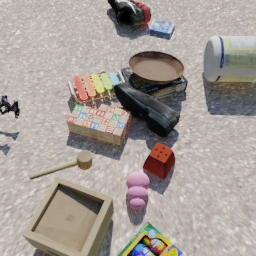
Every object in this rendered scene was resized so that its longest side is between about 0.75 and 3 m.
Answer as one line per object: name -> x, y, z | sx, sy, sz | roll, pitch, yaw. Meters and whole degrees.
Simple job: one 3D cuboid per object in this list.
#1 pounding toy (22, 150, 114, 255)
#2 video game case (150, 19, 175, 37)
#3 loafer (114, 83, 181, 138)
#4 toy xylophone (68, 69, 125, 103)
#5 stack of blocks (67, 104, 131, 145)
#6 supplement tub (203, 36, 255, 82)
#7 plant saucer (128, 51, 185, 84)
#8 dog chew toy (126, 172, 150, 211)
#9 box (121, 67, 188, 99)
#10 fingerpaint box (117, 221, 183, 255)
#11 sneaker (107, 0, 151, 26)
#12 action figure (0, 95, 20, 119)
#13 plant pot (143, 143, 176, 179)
pounding toy -> -1.655, 2.084, 7.998 | 2.469, 1.286, 2.810 | 17, 55, 13
video game case -> 1.734, -5.005, 14.009 | 1.056, 0.240, 0.957 | 17, 54, 12
loafer -> 0.662, -0.832, 10.403 | 2.794, 1.017, 1.010 | 41, 64, 15
toy xylophone -> -1.336, -1.812, 11.389 | 2.276, 0.572, 1.666 | -22, 56, -16
stack of blocks -> -1.026, -0.240, 10.172 | 2.032, 0.595, 1.170 | 14, 54, 10
supplement tub -> 4.487, -2.778, 11.333 | 2.504, 1.816, 1.816 | 1, 53, 1
plant saucer -> 1.096, -2.328, 10.995 | 2.201, 0.403, 2.201 | 3, 43, -3
dog chew toy -> 0.292, 1.934, 8.520 | 0.719, 0.719, 1.155 | 2, 59, 2
box -> 1.054, -2.000, 11.548 | 2.228, 0.538, 1.764 | -18, 55, -13
fingerpaint box -> 0.497, 3.490, 7.407 | 1.242, 0.546, 1.488 | 37, 61, 25
sneaker -> -0.247, -6.102, 14.318 | 1.446, 1.046, 2.959 | -35, 62, -26
action figure -> -5.004, -0.633, 9.963 | 2.035, 1.209, 1.038 | -1, 74, 14
plant pot -> 1.047, 0.995, 9.163 | 0.852, 0.751, 0.852 | 26, 58, 19
